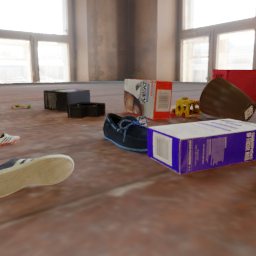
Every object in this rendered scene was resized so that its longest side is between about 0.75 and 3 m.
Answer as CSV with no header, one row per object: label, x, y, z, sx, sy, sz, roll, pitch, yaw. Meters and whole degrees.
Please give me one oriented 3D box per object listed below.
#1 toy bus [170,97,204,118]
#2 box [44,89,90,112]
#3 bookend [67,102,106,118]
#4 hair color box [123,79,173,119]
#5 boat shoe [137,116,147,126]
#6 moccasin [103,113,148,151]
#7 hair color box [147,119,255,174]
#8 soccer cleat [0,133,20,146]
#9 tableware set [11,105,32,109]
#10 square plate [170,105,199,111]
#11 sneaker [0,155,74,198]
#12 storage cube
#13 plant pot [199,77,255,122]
toy bus,2.597,-0.982,12.824,1.661,0.858,1.567,4,13,18
box,-3.189,-1.511,14.821,1.743,1.083,1.757,9,15,30
bookend,-1.862,-0.799,12.627,1.255,0.582,1.263,5,13,23
hair color box,0.804,-1.403,12.870,0.931,1.615,2.913,-1,11,-26
boat shoe,0.482,-0.298,10.925,0.319,0.304,0.887,-3,12,-12
moccasin,-0.049,0.054,7.954,0.993,0.842,2.468,-10,15,-39
hair color box,1.900,0.347,6.662,2.571,0.833,1.405,-7,13,-23
soccer cleat,-3.471,0.288,8.058,0.280,0.348,0.817,7,14,30
tableware set,-5.818,-1.145,15.355,1.067,0.164,0.719,-2,15,-13
square plate,2.880,-0.999,14.363,1.475,0.210,1.461,7,15,40
sneaker,-1.829,0.762,5.211,1.593,0.597,0.673,-8,19,-34
storage cube,6.206,-2.360,16.285,2.366,2.127,2.022,-2,12,-7
plant pot,4.244,-1.007,11.639,1.726,1.726,1.847,-9,31,-35
